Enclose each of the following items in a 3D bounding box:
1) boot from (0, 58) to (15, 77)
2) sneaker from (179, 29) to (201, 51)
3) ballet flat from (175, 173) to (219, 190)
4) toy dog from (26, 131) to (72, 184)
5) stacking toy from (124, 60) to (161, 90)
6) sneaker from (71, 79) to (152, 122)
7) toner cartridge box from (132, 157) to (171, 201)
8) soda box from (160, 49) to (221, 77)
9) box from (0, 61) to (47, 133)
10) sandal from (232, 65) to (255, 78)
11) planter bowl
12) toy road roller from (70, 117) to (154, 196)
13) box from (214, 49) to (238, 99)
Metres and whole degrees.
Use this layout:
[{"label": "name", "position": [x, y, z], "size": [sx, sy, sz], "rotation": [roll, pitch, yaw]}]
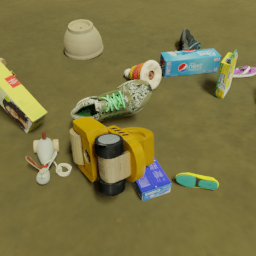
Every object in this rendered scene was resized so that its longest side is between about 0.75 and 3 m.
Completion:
[{"label": "boot", "position": [-5.468, -2.440, 12.243], "size": [1.313, 0.615, 1.689], "rotation": [9, 43, 11]}, {"label": "sneaker", "position": [3.133, -4.190, 14.209], "size": [0.968, 0.865, 2.363], "rotation": [6, 51, 0]}, {"label": "ballet flat", "position": [1.940, 1.475, 7.923], "size": [1.204, 0.402, 0.403], "rotation": [10, 20, 7]}, {"label": "toy dog", "position": [-2.465, 0.766, 8.347], "size": [1.121, 0.818, 1.699], "rotation": [-20, 45, -22]}, {"label": "stacking toy", "position": [0.483, -2.301, 11.952], "size": [1.222, 1.222, 1.673], "rotation": [-32, 33, -32]}, {"label": "sneaker", "position": [-0.595, -0.736, 9.144], "size": [2.913, 1.120, 1.291], "rotation": [-21, 4, 17]}, {"label": "toner cartridge box", "position": [0.430, 1.185, 8.178], "size": [0.886, 0.403, 1.866], "rotation": [-15, 43, -15]}, {"label": "soda box", "position": [2.788, -2.977, 12.710], "size": [2.576, 0.827, 0.874], "rotation": [-6, 41, -8]}, {"label": "box", "position": [-3.985, -1.175, 9.423], "size": [2.747, 1.034, 0.688], "rotation": [48, 51, 0]}, {"label": "sandal", "position": [5.120, -2.573, 12.554], "size": [1.674, 0.411, 0.681], "rotation": [-13, 42, -15]}, {"label": "planter bowl", "position": [-2.291, -4.511, 13.943], "size": [2.016, 1.357, 2.016], "rotation": [-1, 47, 1]}, {"label": "toy road roller", "position": [-0.371, 0.591, 7.733], "size": [1.782, 1.500, 2.441], "rotation": [-17, 27, -31]}, {"label": "box", "position": [3.863, -2.151, 11.019], "size": [0.428, 1.770, 1.039], "rotation": [22, 45, 23]}]
